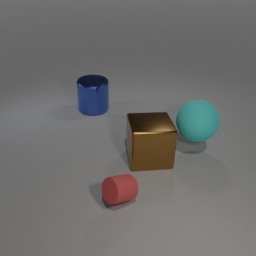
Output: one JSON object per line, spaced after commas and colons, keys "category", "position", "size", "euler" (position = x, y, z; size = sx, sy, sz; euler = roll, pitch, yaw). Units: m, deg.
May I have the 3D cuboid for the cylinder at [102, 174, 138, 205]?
{"category": "cylinder", "position": [-0.210, 1.584, 7.304], "size": [0.700, 0.700, 0.700], "euler": [0, 22, -43]}

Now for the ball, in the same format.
{"category": "ball", "position": [2.318, -0.234, 9.351], "size": [1.400, 1.400, 1.400], "euler": [0, 28, 0]}

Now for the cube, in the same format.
{"category": "cube", "position": [0.714, 0.403, 9.184], "size": [1.400, 1.400, 1.400], "euler": [-2, 29, -6]}

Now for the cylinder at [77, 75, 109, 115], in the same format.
{"category": "cylinder", "position": [-1.567, -1.499, 12.618], "size": [1.400, 1.400, 1.400], "euler": [2, 33, -1]}
